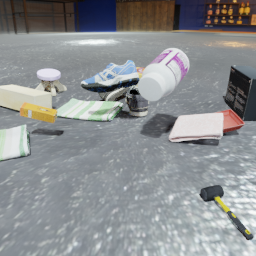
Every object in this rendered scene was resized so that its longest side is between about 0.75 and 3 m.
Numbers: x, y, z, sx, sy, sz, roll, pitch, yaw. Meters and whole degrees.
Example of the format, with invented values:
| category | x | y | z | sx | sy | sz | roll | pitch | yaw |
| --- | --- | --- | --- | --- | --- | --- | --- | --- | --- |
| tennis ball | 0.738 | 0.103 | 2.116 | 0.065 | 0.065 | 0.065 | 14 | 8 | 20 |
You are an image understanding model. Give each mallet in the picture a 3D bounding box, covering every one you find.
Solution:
| category | x | y | z | sx | sy | sz | roll | pitch | yaw |
| --- | --- | --- | --- | --- | --- | --- | --- | --- | --- |
| mallet | 2.092 | 1.804 | 6.089 | 0.509 | 0.318 | 1.546 | -4 | 28 | -10 |

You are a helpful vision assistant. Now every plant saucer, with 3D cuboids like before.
| category | x | y | z | sx | sy | sz | roll | pitch | yaw |
| --- | --- | --- | --- | --- | --- | --- | --- | --- | --- |
| plant saucer | 3.273 | -0.161 | 10.157 | 1.433 | 0.263 | 1.430 | -13 | 24 | 5 |

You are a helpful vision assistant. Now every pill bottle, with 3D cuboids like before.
| category | x | y | z | sx | sy | sz | roll | pitch | yaw |
| --- | --- | --- | --- | --- | --- | --- | --- | --- | --- |
| pill bottle | 1.092 | -1.637 | 8.700 | 1.091 | 1.091 | 1.943 | 14 | 41 | 28 |

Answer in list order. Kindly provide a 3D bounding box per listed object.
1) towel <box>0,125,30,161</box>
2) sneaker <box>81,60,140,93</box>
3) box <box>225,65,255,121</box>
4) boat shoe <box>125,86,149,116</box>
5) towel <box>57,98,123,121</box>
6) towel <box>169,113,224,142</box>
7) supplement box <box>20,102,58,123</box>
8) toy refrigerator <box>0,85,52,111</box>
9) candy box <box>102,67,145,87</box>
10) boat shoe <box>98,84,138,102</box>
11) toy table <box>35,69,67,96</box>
| category | x | y | z | sx | sy | sz | roll | pitch | yaw |
| --- | --- | --- | --- | --- | --- | --- | --- | --- | --- |
| towel | -4.458 | 0.521 | 8.789 | 2.555 | 0.392 | 1.906 | -8 | 25 | -17 |
| sneaker | -0.669 | -1.830 | 10.174 | 2.209 | 0.851 | 0.836 | -9 | -9 | 14 |
| box | 5.000 | -1.537 | 11.768 | 0.960 | 1.718 | 2.435 | 0 | 24 | 1 |
| boat shoe | 0.440 | -1.450 | 12.525 | 1.086 | 0.937 | 2.989 | -1 | 24 | -2 |
| towel | -1.617 | -0.796 | 11.848 | 2.463 | 0.288 | 1.879 | 7 | 26 | 14 |
| towel | 2.423 | -0.038 | 9.744 | 1.714 | 0.289 | 1.795 | -3 | 23 | 23 |
| supplement box | -2.934 | -0.498 | 9.227 | 1.134 | 0.390 | 0.377 | 12 | 34 | -2 |
| toy refrigerator | -4.570 | -1.233 | 12.173 | 2.538 | 0.888 | 0.963 | 14 | 21 | 28 |
| candy box | 0.064 | -2.935 | 16.030 | 2.924 | 0.825 | 1.706 | 4 | 25 | 13 |
| boat shoe | -0.444 | -1.954 | 13.580 | 0.734 | 0.861 | 2.575 | 42 | 41 | 13 |
| toy table | -4.021 | -2.355 | 14.450 | 1.627 | 1.037 | 1.770 | -6 | 25 | -13 |
